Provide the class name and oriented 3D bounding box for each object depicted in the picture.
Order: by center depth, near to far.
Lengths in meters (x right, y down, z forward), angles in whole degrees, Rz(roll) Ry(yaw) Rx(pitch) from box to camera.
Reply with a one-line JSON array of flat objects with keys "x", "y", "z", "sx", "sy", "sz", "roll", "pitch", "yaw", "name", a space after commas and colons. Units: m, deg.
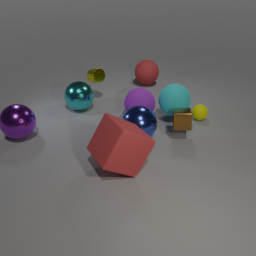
[{"x": -0.248, "y": 0.559, "z": 9.195, "sx": 1.400, "sy": 1.400, "sz": 1.400, "roll": 21, "pitch": 13, "yaw": -38, "name": "cube"}, {"x": 2.120, "y": -0.352, "z": 10.978, "sx": 0.700, "sy": 0.700, "sz": 0.700, "roll": -1, "pitch": 24, "yaw": 9, "name": "cube"}, {"x": 0.438, "y": -0.180, "z": 10.984, "sx": 1.400, "sy": 1.400, "sz": 1.400, "roll": 0, "pitch": 30, "yaw": 0, "name": "ball"}, {"x": -4.362, "y": -0.255, "z": 11.082, "sx": 1.400, "sy": 1.400, "sz": 1.400, "roll": 0, "pitch": 30, "yaw": 0, "name": "ball"}, {"x": 2.040, "y": -1.226, "z": 12.261, "sx": 1.400, "sy": 1.400, "sz": 1.400, "roll": 0, "pitch": 30, "yaw": 0, "name": "ball"}, {"x": 3.230, "y": -0.706, "z": 12.575, "sx": 0.700, "sy": 0.700, "sz": 0.700, "roll": 0, "pitch": 30, "yaw": 0, "name": "ball"}, {"x": 0.527, "y": -1.111, "z": 12.608, "sx": 1.400, "sy": 1.400, "sz": 1.400, "roll": 0, "pitch": 30, "yaw": 0, "name": "ball"}, {"x": -2.323, "y": -1.524, "z": 13.312, "sx": 1.400, "sy": 1.400, "sz": 1.400, "roll": 0, "pitch": 30, "yaw": 0, "name": "ball"}, {"x": -1.605, "y": -2.627, "z": 14.031, "sx": 0.700, "sy": 0.700, "sz": 0.700, "roll": -21, "pitch": 18, "yaw": -32, "name": "cylinder"}, {"x": 1.083, "y": -3.220, "z": 16.106, "sx": 1.400, "sy": 1.400, "sz": 1.400, "roll": 0, "pitch": 30, "yaw": 0, "name": "ball"}]
